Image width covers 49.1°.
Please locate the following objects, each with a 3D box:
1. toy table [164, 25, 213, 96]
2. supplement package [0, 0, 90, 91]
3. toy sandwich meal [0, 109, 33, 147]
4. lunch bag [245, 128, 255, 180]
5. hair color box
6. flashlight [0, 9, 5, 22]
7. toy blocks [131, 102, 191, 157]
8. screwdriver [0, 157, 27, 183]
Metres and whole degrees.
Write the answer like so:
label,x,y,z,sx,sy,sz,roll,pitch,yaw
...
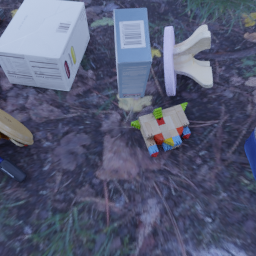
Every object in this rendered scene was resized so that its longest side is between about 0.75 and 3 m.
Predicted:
label,x,y,z,sx,sy,sz,roll,pitch,yaw
toy table,1.879,-2.165,8.772,1.359,2.133,2.321,-4,82,15
supplement package,-2.686,-2.832,9.354,2.111,1.503,2.711,8,58,6
toy sandwich meal,-3.469,0.002,7.496,1.987,1.987,0.681,37,88,21
lunch bag,4.488,0.463,7.149,2.434,1.610,1.653,-6,57,-3
hair color box,0.068,-1.534,6.329,0.687,2.266,1.122,-4,80,-2
flashlight,-5.500,-3.862,10.516,0.674,0.677,1.992,26,58,3
toy blocks,1.096,0.095,7.980,1.718,0.859,1.175,-18,70,-10
screwdriver,-3.661,0.594,7.243,2.453,0.357,0.342,41,61,-10
